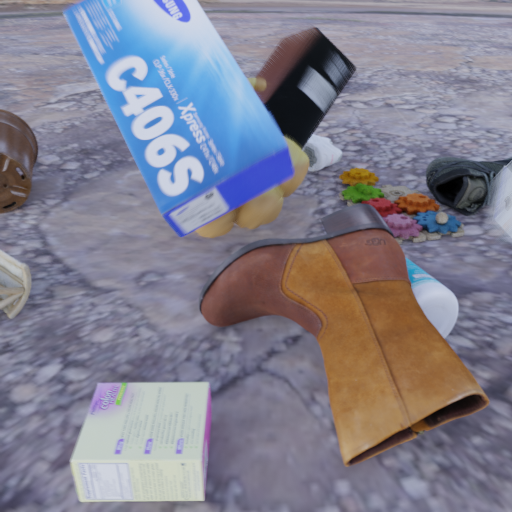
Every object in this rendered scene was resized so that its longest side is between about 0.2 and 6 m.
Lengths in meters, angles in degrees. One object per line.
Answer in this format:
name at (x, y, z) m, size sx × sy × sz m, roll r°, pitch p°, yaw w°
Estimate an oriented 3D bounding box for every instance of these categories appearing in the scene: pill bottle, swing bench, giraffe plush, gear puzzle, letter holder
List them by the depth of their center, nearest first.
pill bottle at (1.614, 0.407, 6.737) m, size 0.851 × 0.851 × 1.536 m, roll -11°, pitch 31°, yaw -19°
swing bench at (-3.558, 0.383, 6.980) m, size 1.099 × 0.717 × 1.104 m, roll 23°, pitch 31°, yaw 36°
giraffe plush at (-0.714, -1.437, 9.088) m, size 2.292 × 2.657 × 2.154 m, roll -16°, pitch -10°, yaw -20°
gear puzzle at (2.353, -1.063, 9.884) m, size 1.524 × 0.385 × 2.943 m, roll -7°, pitch 30°, yaw -13°
letter holder at (0.518, -2.809, 10.048) m, size 1.046 × 2.081 × 1.479 m, roll 35°, pitch -2°, yaw -26°

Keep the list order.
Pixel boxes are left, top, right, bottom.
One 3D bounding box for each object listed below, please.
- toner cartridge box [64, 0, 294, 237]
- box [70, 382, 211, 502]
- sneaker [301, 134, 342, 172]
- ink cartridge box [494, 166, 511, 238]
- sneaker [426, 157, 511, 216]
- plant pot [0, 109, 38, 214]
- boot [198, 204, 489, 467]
toner cartridge box at (-1.112, -2.236, 7.555) m, size 1.747 × 0.794 × 3.677 m, roll -29°, pitch 68°, yaw -1°
box at (-0.949, 1.608, 4.922) m, size 1.053 × 0.509 × 0.926 m, roll 0°, pitch 29°, yaw -1°
sneaker at (1.152, -2.334, 12.030) m, size 0.905 × 0.710 × 1.822 m, roll -9°, pitch 39°, yaw -30°
ink cartridge box at (3.266, -0.336, 6.422) m, size 0.268 × 1.216 × 1.239 m, roll -28°, pitch 60°, yaw 2°
sneaker at (4.148, -1.192, 9.654) m, size 2.346 × 0.897 × 1.344 m, roll 5°, pitch 31°, yaw 14°
plant pot at (-4.621, -1.594, 9.893) m, size 1.541 × 1.541 × 1.526 m, roll -11°, pitch 39°, yaw -18°
boot at (0.663, 0.932, 5.866) m, size 2.483 × 0.903 × 2.638 m, roll -21°, pitch 49°, yaw 5°
